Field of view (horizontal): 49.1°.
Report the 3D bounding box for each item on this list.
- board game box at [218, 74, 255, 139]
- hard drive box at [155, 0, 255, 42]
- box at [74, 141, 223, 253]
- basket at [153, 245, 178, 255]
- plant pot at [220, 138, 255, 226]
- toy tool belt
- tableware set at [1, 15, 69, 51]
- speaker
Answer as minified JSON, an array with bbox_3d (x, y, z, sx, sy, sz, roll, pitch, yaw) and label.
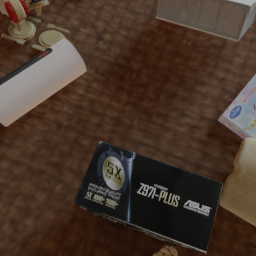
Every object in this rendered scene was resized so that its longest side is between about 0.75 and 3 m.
[{"bbox_3d":[3.630,-0.341,7.373,1.769,0.365,1.773,40,74,13],"label":"board game box"},{"bbox_3d":[2.233,-3.380,7.630,2.354,0.904,1.834,26,45,21],"label":"hard drive box"},{"bbox_3d":[0.319,1.436,5.504,2.141,2.615,1.126,19,71,7],"label":"box"},{"bbox_3d":[0.627,3.528,4.804,1.652,2.055,2.036,-28,52,-20],"label":"basket"},{"bbox_3d":[3.296,1.318,5.871,2.269,2.479,2.479,22,71,19],"label":"plant pot"},{"bbox_3d":[-3.031,-3.923,8.080,1.476,1.500,2.402,-30,53,-17],"label":"toy tool belt"},{"bbox_3d":[-2.680,-2.671,8.280,1.699,0.340,1.123,20,59,1],"label":"tableware set"},{"bbox_3d":[-2.414,-1.213,7.342,2.642,1.073,1.073,-37,74,-12],"label":"speaker"}]
